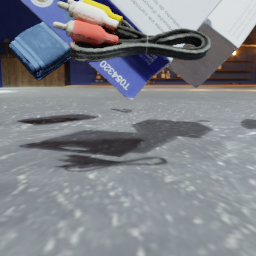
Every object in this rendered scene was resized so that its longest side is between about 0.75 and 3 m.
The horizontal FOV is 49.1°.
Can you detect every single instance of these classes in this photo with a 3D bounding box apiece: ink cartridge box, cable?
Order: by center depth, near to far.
[{"bbox_3d":[0.075,-1.109,3.356,1.931,0.486,0.938,9,50,1],"label":"cable"},{"bbox_3d":[-0.016,-2.249,4.292,2.617,2.666,0.577,41,-18,-10],"label":"ink cartridge box"}]

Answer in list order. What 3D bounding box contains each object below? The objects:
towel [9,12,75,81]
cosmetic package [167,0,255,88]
[{"bbox_3d":[-1.871,-2.635,8.038,2.782,1.553,0.675,-39,-22,-12],"label":"towel"},{"bbox_3d":[1.732,-2.305,6.440,1.630,1.629,1.976,37,-18,0],"label":"cosmetic package"}]
